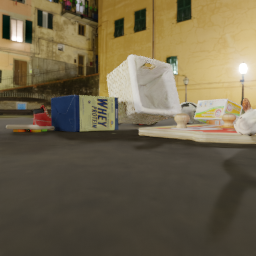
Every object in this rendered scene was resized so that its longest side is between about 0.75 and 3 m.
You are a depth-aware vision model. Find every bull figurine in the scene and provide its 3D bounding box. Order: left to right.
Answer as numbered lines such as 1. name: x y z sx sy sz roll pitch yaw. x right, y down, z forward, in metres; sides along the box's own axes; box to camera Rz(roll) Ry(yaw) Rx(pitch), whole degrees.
1. bull figurine: 2.356 -0.159 3.276 2.038 0.664 1.237 3 -10 0

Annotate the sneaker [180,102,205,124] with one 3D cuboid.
1. sneaker: 3.244 -0.629 12.086 2.684 0.990 1.074 -2 5 -28

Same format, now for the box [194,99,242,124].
1. box: 3.453 -0.592 10.839 0.876 0.789 1.558 19 -7 -27

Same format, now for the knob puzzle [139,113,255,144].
1. knob puzzle: 2.043 -0.051 5.060 3.111 0.431 3.111 1 3 0

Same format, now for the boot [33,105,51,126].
1. boot: -2.139 -0.291 7.729 0.932 0.672 0.337 -1 3 -33

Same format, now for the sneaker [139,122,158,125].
1. sneaker: 1.012 -0.451 11.945 0.856 0.619 1.752 1 5 26

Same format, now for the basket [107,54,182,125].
1. basket: 0.434 -0.981 8.097 1.639 1.654 1.330 2 -18 -39

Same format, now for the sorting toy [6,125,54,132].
1. sorting toy: -2.333 0.022 6.769 0.838 0.165 0.905 0 -2 8

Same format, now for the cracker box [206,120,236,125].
1. cracker box: 3.175 -0.162 9.539 0.858 0.248 0.575 -1 3 -34

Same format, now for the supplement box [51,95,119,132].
1. supplement box: -1.123 -0.367 7.243 1.278 0.859 1.280 -2 3 -40

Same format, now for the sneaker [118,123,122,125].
1. sneaker: -0.618 -0.247 11.588 0.898 0.331 0.359 4 -12 -20
